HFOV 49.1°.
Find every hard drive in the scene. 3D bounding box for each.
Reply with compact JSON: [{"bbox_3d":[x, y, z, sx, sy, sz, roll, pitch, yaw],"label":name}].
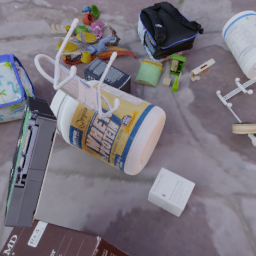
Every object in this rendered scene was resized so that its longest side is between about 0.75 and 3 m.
[{"bbox_3d":[-1.881,0.429,5.381,0.493,2.607,1.821,13,97,-22],"label":"hard drive"}]

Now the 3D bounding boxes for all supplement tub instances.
[{"bbox_3d":[4.538,-3.048,10.259,1.445,1.445,2.190,-13,62,-7],"label":"supplement tub"},{"bbox_3d":[-0.595,-0.129,8.234,2.912,2.107,2.107,25,64,14],"label":"supplement tub"}]

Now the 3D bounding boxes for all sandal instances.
[{"bbox_3d":[4.594,0.271,8.806,2.958,1.085,0.973,-3,95,-16],"label":"sandal"}]

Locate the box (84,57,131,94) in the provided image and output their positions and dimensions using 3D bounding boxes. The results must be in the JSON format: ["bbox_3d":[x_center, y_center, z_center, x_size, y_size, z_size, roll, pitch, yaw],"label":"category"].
[{"bbox_3d":[-0.687,-1.536,9.618,1.464,1.083,0.764,33,65,16],"label":"box"}]

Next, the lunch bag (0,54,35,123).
[{"bbox_3d":[-4.159,-1.200,8.623,2.106,2.477,1.579,-13,61,-8],"label":"lunch bag"}]

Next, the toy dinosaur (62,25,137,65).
[{"bbox_3d":[-1.269,-2.836,10.402,2.153,1.246,2.372,-43,90,6],"label":"toy dinosaur"}]

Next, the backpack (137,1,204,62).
[{"bbox_3d":[1.334,-3.608,10.459,2.119,1.633,2.019,-22,73,-20],"label":"backpack"}]

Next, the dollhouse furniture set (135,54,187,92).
[{"bbox_3d":[1.141,-2.076,10.065,1.615,0.811,1.058,16,62,9],"label":"dollhouse furniture set"}]

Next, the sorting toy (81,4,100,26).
[{"bbox_3d":[-1.662,-4.756,11.780,0.444,0.650,1.081,-6,46,36],"label":"sorting toy"}]

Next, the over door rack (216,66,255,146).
[{"bbox_3d":[4.166,-0.824,9.081,1.661,0.749,2.248,-34,63,12],"label":"over door rack"}]

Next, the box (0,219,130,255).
[{"bbox_3d":[-1.317,3.314,5.821,2.465,2.024,2.045,-1,54,35],"label":"box"}]

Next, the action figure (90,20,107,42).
[{"bbox_3d":[-1.206,-3.871,11.374,0.669,0.602,0.898,6,65,-46],"label":"action figure"}]

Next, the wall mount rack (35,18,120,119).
[{"bbox_3d":[-0.887,-1.255,6.146,0.809,2.170,1.886,-32,45,26],"label":"wall mount rack"}]

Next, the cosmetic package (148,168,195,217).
[{"bbox_3d":[1.199,1.811,7.884,1.007,0.838,0.843,25,64,14],"label":"cosmetic package"}]

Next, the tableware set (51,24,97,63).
[{"bbox_3d":[-1.976,-3.246,10.646,1.667,0.380,2.474,-6,45,-21],"label":"tableware set"}]

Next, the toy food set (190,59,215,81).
[{"bbox_3d":[1.886,-1.431,7.061,0.565,0.787,0.238,-31,85,6],"label":"toy food set"}]
